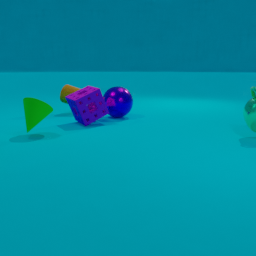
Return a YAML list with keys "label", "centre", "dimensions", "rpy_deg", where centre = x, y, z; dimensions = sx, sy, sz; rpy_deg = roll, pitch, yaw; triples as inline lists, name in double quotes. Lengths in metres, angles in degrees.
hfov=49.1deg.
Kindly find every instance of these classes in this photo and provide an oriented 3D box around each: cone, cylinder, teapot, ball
- label: "cone"
  centre: [-2.566, -0.253, 7.556]
  dimensions: [0.846, 0.849, 0.846]
  rpy_deg: [13, -21, 5]
- label: "cylinder"
  centre: [-2.215, -1.280, 11.207]
  dimensions: [0.747, 0.747, 0.747]
  rpy_deg: [20, 17, 13]
- label: "teapot"
  centre: [3.531, -0.372, 7.383]
  dimensions: [1.051, 1.691, 0.828]
  rpy_deg: [-31, 30, 1]
- label: "ball"
  centre: [-0.386, -0.960, 10.366]
  dimensions: [1.152, 1.152, 1.152]
  rpy_deg: [0, 13, 0]

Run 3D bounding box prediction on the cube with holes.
- label: "cube with holes"
  centre: [-1.351, -0.758, 9.256]
  dimensions: [0.909, 0.909, 0.909]
  rpy_deg: [-30, 27, -22]
